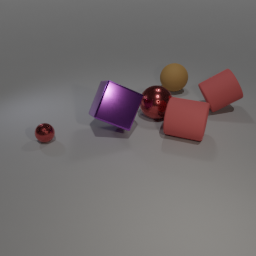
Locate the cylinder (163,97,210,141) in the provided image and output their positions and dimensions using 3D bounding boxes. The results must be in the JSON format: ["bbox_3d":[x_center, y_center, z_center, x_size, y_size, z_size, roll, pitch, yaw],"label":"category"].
[{"bbox_3d":[2.133,-0.333,10.198,1.400,1.400,1.400,12,31,17],"label":"cylinder"}]

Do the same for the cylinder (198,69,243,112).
[{"bbox_3d":[3.961,-1.600,12.030,1.400,1.400,1.400,-28,26,14],"label":"cylinder"}]

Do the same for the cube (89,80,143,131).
[{"bbox_3d":[-0.487,-0.853,10.379,1.400,1.400,1.400,21,2,-18],"label":"cube"}]

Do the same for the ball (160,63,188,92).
[{"bbox_3d":[2.312,-2.538,14.072,1.400,1.400,1.400,0,29,0],"label":"ball"}]

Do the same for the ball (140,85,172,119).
[{"bbox_3d":[1.170,-1.063,11.595,1.400,1.400,1.400,0,29,0],"label":"ball"}]

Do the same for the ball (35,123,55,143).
[{"bbox_3d":[-2.987,0.172,10.059,0.700,0.700,0.700,0,29,0],"label":"ball"}]
